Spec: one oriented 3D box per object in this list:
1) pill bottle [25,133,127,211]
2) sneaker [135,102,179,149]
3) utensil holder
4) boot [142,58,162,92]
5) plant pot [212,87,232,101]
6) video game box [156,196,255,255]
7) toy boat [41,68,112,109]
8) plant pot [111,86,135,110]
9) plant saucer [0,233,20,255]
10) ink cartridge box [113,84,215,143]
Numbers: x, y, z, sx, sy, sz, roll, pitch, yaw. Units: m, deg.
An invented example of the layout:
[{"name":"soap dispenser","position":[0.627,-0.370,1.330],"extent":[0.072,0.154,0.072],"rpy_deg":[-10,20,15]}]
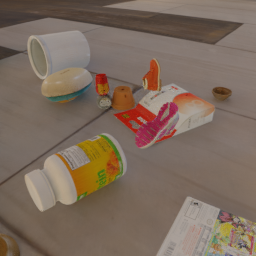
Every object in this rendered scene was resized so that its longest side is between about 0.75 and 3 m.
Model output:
[{"name":"pill bottle","position":[-1.295,1.116,7.088],"extent":[2.312,1.284,1.284],"rpy_deg":[-24,41,-31]},{"name":"sneaker","position":[0.863,0.034,7.583],"extent":[1.518,0.670,0.617],"rpy_deg":[-43,52,6]},{"name":"utensil holder","position":[-3.288,-3.581,13.506],"extent":[2.343,1.991,1.991],"rpy_deg":[-23,40,-34]},{"name":"boot","position":[0.570,-1.343,6.991],"extent":[0.465,0.325,0.867],"rpy_deg":[0,76,-12]},{"name":"plant pot","position":[3.878,-1.384,11.635],"extent":[0.801,0.370,0.801],"rpy_deg":[-1,33,0]},{"name":"video game box","position":[1.735,2.520,5.742],"extent":[1.849,0.475,2.029],"rpy_deg":[16,37,26]},{"name":"toy boat","position":[-1.982,-1.535,11.243],"extent":[2.911,1.353,2.447],"rpy_deg":[9,30,27]},{"name":"plant pot","position":[-0.211,-1.241,11.148],"extent":[0.971,0.680,0.971],"rpy_deg":[-1,35,1]},{"name":"plant saucer","position":[-2.962,2.686,5.691],"extent":[1.414,0.250,1.414],"rpy_deg":[0,34,0]},{"name":"ink cartridge box","position":[1.270,-0.653,10.255],"extent":[2.927,0.734,2.374],"rpy_deg":[-17,37,-28]}]
